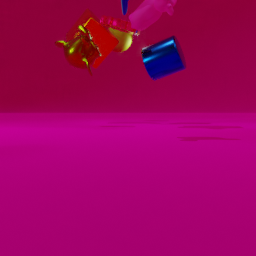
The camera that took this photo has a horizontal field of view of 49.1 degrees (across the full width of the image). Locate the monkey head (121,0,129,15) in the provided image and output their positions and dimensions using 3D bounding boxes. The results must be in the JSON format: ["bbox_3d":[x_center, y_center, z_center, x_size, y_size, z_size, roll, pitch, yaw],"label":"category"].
[{"bbox_3d":[0.009,-2.207,3.956,0.661,1.097,0.789,34,30,-2],"label":"monkey head"}]

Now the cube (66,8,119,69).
[{"bbox_3d":[-1.362,-3.351,10.502,1.363,1.363,1.363,34,20,-32],"label":"cube"}]

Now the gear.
[{"bbox_3d":[-0.251,-3.504,9.591,1.390,0.257,1.390,15,13,-4],"label":"gear"}]

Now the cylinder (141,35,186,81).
[{"bbox_3d":[1.314,-2.517,10.176,1.264,1.264,1.264,-18,-4,22],"label":"cylinder"}]

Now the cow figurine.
[{"bbox_3d":[0.581,-2.885,6.914,1.241,0.681,1.221,-38,21,12],"label":"cow figurine"}]

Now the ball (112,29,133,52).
[{"bbox_3d":[-0.442,-4.099,12.704,1.295,1.295,1.295,0,3,0],"label":"ball"}]

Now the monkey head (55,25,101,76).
[{"bbox_3d":[-1.353,-2.204,7.796,1.568,0.945,1.128,41,-13,16],"label":"monkey head"}]
